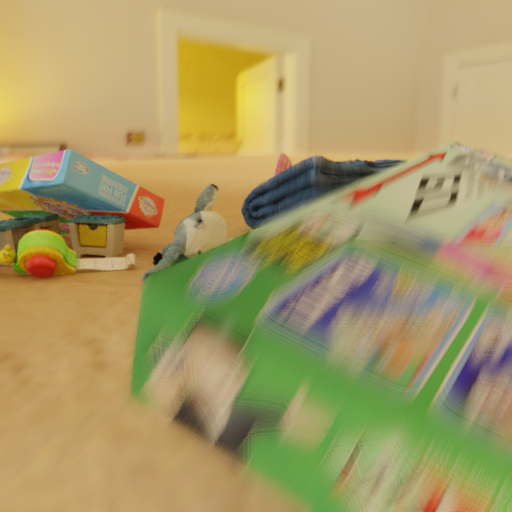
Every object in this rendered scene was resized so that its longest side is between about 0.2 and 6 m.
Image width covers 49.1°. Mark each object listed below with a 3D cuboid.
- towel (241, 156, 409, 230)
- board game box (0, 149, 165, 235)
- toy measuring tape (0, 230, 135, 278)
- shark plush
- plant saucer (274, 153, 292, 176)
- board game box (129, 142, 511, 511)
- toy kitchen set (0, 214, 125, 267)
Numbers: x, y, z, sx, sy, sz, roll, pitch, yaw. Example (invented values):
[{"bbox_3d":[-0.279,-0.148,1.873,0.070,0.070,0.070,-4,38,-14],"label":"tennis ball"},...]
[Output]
[{"bbox_3d":[1.509,-1.233,10.628,2.010,0.874,3.600,-19,-4,44],"label":"towel"},{"bbox_3d":[-2.921,-0.879,8.517,2.422,0.488,1.853,-2,-17,34],"label":"board game box"},{"bbox_3d":[-2.340,-0.041,6.996,1.649,0.607,0.607,-1,12,-15],"label":"toy measuring tape"},{"bbox_3d":[-0.938,-0.020,7.629,0.971,1.059,2.332,-17,28,18],"label":"shark plush"},{"bbox_3d":[0.730,-2.150,15.129,0.312,1.230,1.230,10,14,11],"label":"plant saucer"},{"bbox_3d":[1.783,0.257,3.127,2.772,0.600,4.120,23,28,26],"label":"board game box"},{"bbox_3d":[-2.835,-0.387,7.458,1.480,1.088,1.848,3,13,14],"label":"toy kitchen set"}]
